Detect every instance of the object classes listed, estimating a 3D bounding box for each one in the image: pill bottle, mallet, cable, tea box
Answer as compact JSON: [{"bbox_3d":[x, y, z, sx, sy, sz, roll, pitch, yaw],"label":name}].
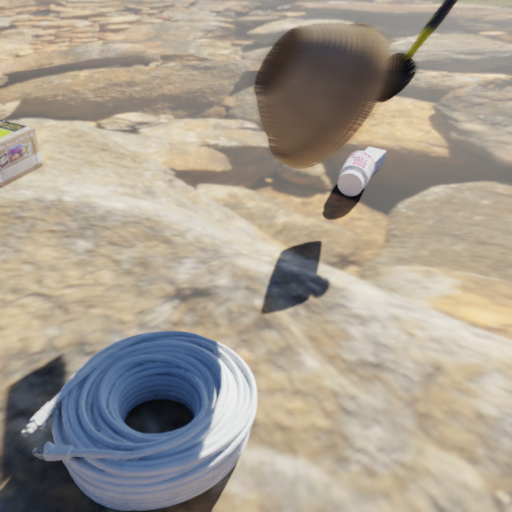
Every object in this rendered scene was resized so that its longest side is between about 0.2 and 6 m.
[{"bbox_3d":[1.912,-1.573,10.751,0.565,0.565,0.996,12,36,17],"label":"pill bottle"},{"bbox_3d":[3.048,-4.019,10.495,0.599,0.959,2.912,39,67,-5],"label":"mallet"},{"bbox_3d":[-1.032,1.643,5.859,2.053,0.711,2.053,11,34,15],"label":"cable"},{"bbox_3d":[-5.273,-2.072,11.210,1.285,0.873,1.306,16,37,22],"label":"tea box"}]

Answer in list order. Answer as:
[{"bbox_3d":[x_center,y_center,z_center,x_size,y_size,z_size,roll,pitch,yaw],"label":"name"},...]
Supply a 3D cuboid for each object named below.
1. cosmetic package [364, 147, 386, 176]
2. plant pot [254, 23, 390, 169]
[{"bbox_3d":[2.348,-1.947,11.560,0.408,0.297,0.803,19,40,26],"label":"cosmetic package"},{"bbox_3d":[0.651,-2.283,7.396,0.967,2.095,2.095,26,23,-29],"label":"plant pot"}]
